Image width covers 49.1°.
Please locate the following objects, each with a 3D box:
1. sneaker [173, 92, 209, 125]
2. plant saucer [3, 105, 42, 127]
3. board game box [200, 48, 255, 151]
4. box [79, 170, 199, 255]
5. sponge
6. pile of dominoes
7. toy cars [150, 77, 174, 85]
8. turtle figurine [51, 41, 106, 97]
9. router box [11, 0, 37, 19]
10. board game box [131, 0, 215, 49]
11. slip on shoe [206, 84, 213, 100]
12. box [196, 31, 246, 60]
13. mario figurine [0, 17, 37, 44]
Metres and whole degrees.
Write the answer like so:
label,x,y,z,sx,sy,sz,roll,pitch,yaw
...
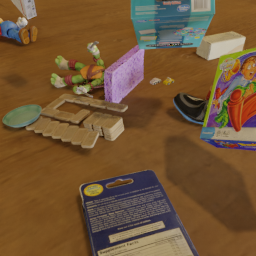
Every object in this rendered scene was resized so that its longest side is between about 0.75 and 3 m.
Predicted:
label,x,y,z,sx,sy,sz,roll,pitch,yaw
sneaker,2.702,-0.589,8.200,2.789,1.155,0.989,21,41,25
plant saucer,-3.186,-0.338,8.534,1.181,0.212,1.181,-8,33,5
board game box,2.748,-0.541,4.820,0.628,1.887,2.807,25,-14,-34
box,0.191,2.081,5.275,1.776,0.475,2.932,-10,40,-14
sponge,-0.069,-1.833,9.685,0.355,1.329,2.382,19,42,21
pile of dominoes,-1.539,-0.185,8.513,2.825,0.450,2.202,13,39,29
toy cars,1.290,-1.803,10.562,0.944,0.209,0.423,1,37,1
turtle figurine,-1.646,-2.046,9.557,2.245,1.666,2.315,4,17,21
router box,-3.192,-4.074,8.081,0.329,1.346,1.208,-34,73,-23
board game box,1.009,-2.487,6.722,1.685,0.524,2.231,-1,0,6
slip on shoe,3.743,-1.438,9.579,2.749,0.841,1.018,-23,41,-29
box,4.159,-3.722,12.597,1.964,0.764,0.933,-16,40,-19
mario figurine,-6.024,-5.070,13.589,2.949,1.563,1.821,16,-4,9
